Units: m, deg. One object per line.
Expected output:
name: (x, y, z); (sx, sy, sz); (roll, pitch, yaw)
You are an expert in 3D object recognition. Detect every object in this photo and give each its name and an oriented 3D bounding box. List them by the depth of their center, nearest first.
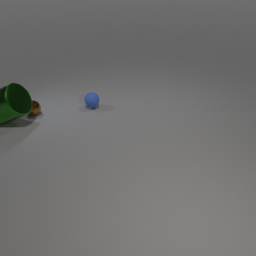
cylinder: (-4.999, -0.989, 11.662); (1.400, 1.400, 1.400); (-18, 23, 24)
ball: (-4.310, -0.903, 12.695); (0.700, 0.700, 0.700); (0, 30, 0)
ball: (-1.703, -1.345, 13.240); (0.700, 0.700, 0.700); (0, 30, 0)
